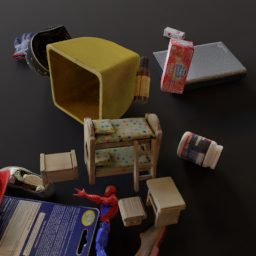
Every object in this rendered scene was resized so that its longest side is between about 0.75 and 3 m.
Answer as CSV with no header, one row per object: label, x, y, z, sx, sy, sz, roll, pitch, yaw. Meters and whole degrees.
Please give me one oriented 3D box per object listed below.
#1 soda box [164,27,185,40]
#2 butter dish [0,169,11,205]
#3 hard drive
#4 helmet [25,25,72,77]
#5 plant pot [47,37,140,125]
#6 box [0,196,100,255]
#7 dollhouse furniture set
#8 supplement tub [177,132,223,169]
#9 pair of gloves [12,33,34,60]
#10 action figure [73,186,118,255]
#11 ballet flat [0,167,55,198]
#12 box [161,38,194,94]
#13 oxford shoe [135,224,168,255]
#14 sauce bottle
soda box,2.050,-4.147,12.390,0.906,0.289,0.309,29,55,22
butter dish,-3.897,1.609,6.312,1.847,1.369,1.853,-19,43,18
hard drive,2.656,-2.369,10.683,2.960,0.487,2.065,-12,50,-10
helmet,-2.772,-2.692,10.117,1.747,1.832,1.832,-27,51,2
plant pot,-0.841,-1.605,8.953,2.266,2.251,2.318,33,50,26
box,-2.077,2.466,6.338,2.688,0.435,1.628,4,48,12
dollhouse furniture set,-0.508,0.956,6.407,2.908,1.617,2.572,-6,36,-15
supplement tub,2.004,0.628,7.843,1.091,0.765,0.765,22,52,19
pair of gloves,-3.693,-3.511,11.861,2.338,0.266,1.880,0,50,1
action figure,-0.854,2.310,6.361,1.162,0.766,2.348,11,50,5
ballet flat,-2.748,1.313,7.364,1.780,0.567,0.600,15,57,13
box,1.289,-1.632,7.429,0.610,1.278,0.637,11,33,1
oxford shoe,0.564,2.432,6.434,0.553,0.521,1.478,14,49,20
sauce bottle,0.433,-1.380,8.072,0.436,0.436,1.348,7,80,6
